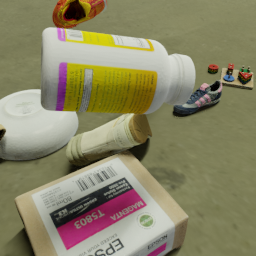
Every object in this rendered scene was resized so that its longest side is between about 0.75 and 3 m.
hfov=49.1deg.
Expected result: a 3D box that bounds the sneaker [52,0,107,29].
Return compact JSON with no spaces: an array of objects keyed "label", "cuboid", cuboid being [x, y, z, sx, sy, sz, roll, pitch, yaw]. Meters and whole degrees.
[{"label":"sneaker","cuboid":[-1.847,-3.729,8.898,1.105,1.045,2.864,-40,25,-28]}]

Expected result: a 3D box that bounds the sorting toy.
[{"label":"sorting toy","cuboid":[4.254,-2.002,10.644,2.427,0.410,1.170,13,42,14]}]

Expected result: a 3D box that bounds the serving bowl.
[{"label":"serving bowl","cuboid":[-2.924,-0.349,8.294,2.799,0.920,2.799,0,41,0]}]

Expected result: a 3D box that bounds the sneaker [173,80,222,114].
[{"label":"sneaker","cuboid":[2.308,-1.075,9.246,1.915,0.785,0.672,-22,45,-24]}]

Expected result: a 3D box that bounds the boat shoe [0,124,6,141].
[{"label":"boat shoe","cuboid":[-3.771,0.644,6.896,0.651,0.726,1.961,24,75,16]}]

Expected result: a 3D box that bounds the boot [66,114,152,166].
[{"label":"boot","cuboid":[-0.415,0.220,7.485,1.961,0.914,2.536,-22,3,13]}]

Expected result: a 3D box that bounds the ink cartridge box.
[{"label":"ink cartridge box","cuboid":[-0.541,1.860,5.596,2.705,1.016,2.229,-22,44,-25]}]

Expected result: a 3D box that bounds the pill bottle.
[{"label":"pill bottle","cuboid":[-0.159,-0.797,4.262,2.229,1.162,1.162,1,38,-18]}]
